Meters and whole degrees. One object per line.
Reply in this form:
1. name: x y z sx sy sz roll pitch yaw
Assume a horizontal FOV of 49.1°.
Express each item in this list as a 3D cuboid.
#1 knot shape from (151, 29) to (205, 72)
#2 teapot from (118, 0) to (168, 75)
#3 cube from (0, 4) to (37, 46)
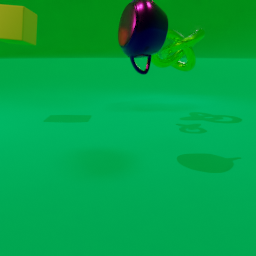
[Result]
1. knot shape: 1.615 -2.460 8.570 1.659 0.819 1.773 -30 -32 35
2. teapot: 0.322 -1.778 4.947 0.807 1.649 1.025 4 7 -25
3. cube: -3.364 -3.046 8.361 0.947 0.947 0.947 6 9 4
